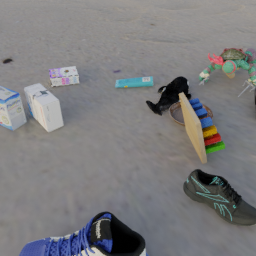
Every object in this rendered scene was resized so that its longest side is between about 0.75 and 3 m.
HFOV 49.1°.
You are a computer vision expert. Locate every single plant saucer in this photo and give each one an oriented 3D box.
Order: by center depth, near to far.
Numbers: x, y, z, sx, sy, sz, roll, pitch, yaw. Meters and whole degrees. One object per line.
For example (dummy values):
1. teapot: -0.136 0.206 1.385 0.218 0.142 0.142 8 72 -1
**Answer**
1. plant saucer: 2.005 -0.421 8.990 1.393 0.223 1.393 0 39 0

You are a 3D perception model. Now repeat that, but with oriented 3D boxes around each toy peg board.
1. toy peg board: 1.992 -0.098 7.453 0.703 1.431 1.437 -18 37 3

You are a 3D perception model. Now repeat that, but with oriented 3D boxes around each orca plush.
1. orca plush: 1.472 -1.386 9.749 2.307 0.820 1.214 -29 46 -32

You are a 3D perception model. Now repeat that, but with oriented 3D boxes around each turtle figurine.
1. turtle figurine: 3.955 -2.304 10.568 2.171 1.460 2.900 19 36 23

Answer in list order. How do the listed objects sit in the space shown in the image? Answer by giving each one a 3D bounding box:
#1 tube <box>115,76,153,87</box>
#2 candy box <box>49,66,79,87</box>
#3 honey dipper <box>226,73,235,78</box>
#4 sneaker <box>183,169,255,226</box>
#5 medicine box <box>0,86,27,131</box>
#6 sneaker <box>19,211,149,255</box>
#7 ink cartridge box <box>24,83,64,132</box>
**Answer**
1. tube: 0.232 -1.731 10.632 1.432 0.361 0.555 -3 31 4
2. candy box: -2.493 -2.022 10.922 1.072 0.383 0.899 -9 36 -13
3. honey dipper: 4.050 -2.454 11.637 0.255 0.255 1.341 -4 35 -5
4. sneaker: 2.036 1.490 6.041 1.722 0.683 0.649 25 37 18
5. medicine box: -3.752 -0.632 8.533 1.010 1.108 0.571 20 42 24
6. sneaker: -0.724 2.035 4.859 2.373 1.370 0.959 1 36 1
7. ink cartridge box: -2.606 -0.644 8.654 0.574 0.978 1.336 -27 45 -31
